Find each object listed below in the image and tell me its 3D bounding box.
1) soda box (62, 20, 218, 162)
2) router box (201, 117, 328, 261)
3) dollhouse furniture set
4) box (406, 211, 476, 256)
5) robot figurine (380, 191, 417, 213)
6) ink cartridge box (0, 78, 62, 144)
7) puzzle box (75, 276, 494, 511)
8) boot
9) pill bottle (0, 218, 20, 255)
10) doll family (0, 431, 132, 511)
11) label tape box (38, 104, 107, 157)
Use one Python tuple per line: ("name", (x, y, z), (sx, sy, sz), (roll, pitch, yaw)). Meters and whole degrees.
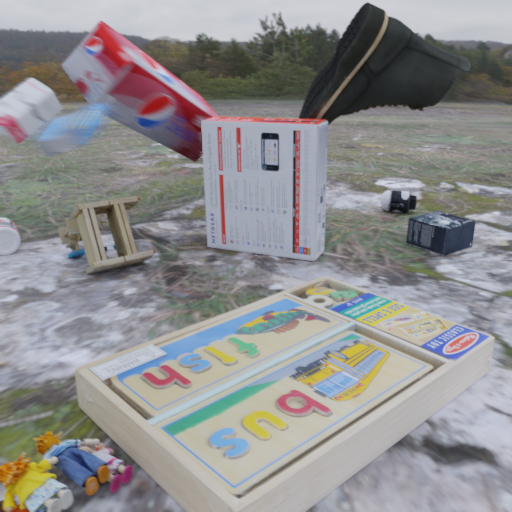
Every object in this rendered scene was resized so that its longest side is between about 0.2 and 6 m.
("soda box", (-2.101, -3.210, 11.609), (1.307, 1.184, 3.734), (51, 15, 19))
("router box", (0.156, -1.341, 10.904), (2.348, 2.616, 0.639), (8, 23, 21))
("dollhouse furniture set", (-2.887, -0.280, 10.707), (1.173, 1.180, 1.675), (-13, -6, -33))
("box", (3.799, -0.480, 11.542), (0.974, 0.604, 0.957), (-14, 26, -34))
("robot figurine", (3.562, -1.351, 14.039), (0.878, 0.548, 0.660), (6, -16, 14))
("ink cartridge box", (-3.969, -2.498, 9.603), (0.738, 0.424, 1.016), (35, 70, 32))
("puzzle box", (0.464, 1.347, 6.545), (4.227, 0.537, 2.812), (-17, 27, -40))
("boot", (2.205, -2.920, 10.627), (2.166, 3.131, 1.213), (19, 59, -14))
("pill bottle", (-5.141, -0.426, 11.387), (0.587, 0.587, 1.012), (-9, 22, -24))
("doll family", (-1.766, 1.902, 4.953), (0.801, 0.581, 1.290), (13, 24, 32))
("label tape box", (-2.369, -1.672, 7.414), (0.852, 0.282, 0.610), (-11, 38, 18))
